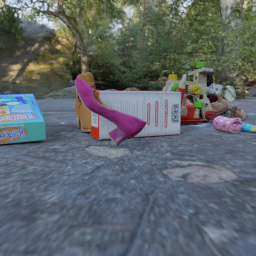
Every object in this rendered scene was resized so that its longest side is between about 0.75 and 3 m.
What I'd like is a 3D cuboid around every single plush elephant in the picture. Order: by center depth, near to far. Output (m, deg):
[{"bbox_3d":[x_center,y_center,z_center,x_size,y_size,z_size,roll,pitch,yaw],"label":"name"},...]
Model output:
[{"bbox_3d":[4.178,-1.389,13.572,2.136,1.654,1.759,-4,8,-30],"label":"plush elephant"}]

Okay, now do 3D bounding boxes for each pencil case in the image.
[{"bbox_3d":[2.967,-0.116,8.388,0.472,0.451,1.090,5,5,-11],"label":"pencil case"}]

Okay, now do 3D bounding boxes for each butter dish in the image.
[{"bbox_3d":[2.046,-0.668,10.474,1.337,0.988,1.333,-3,6,-8],"label":"butter dish"}]

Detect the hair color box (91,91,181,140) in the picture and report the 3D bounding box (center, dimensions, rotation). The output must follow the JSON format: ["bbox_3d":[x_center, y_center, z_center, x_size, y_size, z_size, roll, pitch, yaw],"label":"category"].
[{"bbox_3d":[0.233,-0.382,7.460,2.387,1.212,0.731,-2,7,-25],"label":"hair color box"}]

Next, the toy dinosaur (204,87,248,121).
[{"bbox_3d":[3.810,-0.742,12.057,2.226,1.509,0.956,-20,-40,19],"label":"toy dinosaur"}]

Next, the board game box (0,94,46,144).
[{"bbox_3d":[-3.127,-0.292,7.031,1.754,0.519,2.307,-5,24,-23],"label":"board game box"}]

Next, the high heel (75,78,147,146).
[{"bbox_3d":[-0.386,-0.505,5.907,0.823,1.715,0.578,-36,-5,14],"label":"high heel"}]

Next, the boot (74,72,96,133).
[{"bbox_3d":[-1.054,-0.797,8.488,0.869,1.759,2.266,-3,8,-23],"label":"boot"}]

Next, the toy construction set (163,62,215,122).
[{"bbox_3d":[2.198,-1.508,10.419,2.455,2.262,2.943,11,2,10],"label":"toy construction set"}]

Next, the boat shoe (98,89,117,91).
[{"bbox_3d":[-0.461,-1.523,15.858,2.956,1.342,1.046,3,8,20],"label":"boat shoe"}]

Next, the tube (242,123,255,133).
[{"bbox_3d":[3.594,0.006,8.357,0.416,0.271,1.074,-21,22,-33],"label":"tube"}]
